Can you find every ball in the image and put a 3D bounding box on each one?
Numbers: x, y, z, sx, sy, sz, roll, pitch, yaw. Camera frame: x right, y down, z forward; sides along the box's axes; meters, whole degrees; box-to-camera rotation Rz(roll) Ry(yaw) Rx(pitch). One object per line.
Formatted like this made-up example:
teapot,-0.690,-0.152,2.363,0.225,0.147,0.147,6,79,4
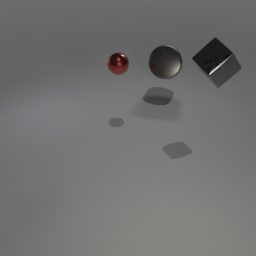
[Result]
ball,-0.313,-2.060,8.998,0.700,0.700,0.700,0,32,0

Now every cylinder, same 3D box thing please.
cylinder,1.683,-2.852,12.310,1.400,1.400,1.400,7,11,12

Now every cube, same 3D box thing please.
cube,2.051,-1.498,6.480,0.700,0.700,0.700,27,27,-50
